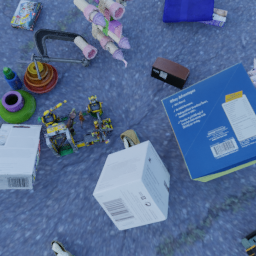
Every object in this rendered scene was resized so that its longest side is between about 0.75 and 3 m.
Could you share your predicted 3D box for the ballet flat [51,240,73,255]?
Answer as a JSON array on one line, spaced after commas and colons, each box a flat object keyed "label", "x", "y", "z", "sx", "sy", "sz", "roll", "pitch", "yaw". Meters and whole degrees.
[{"label": "ballet flat", "x": -2.151, "y": 4.024, "z": 8.951, "sx": 0.461, "sy": 0.511, "sz": 1.359, "roll": -46, "pitch": 33, "yaw": -19}]

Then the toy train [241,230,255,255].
[{"label": "toy train", "x": 4.863, "y": 3.766, "z": 9.275, "sx": 2.130, "sy": 0.908, "sz": 1.214, "roll": -27, "pitch": 61, "yaw": -10}]

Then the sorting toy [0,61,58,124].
[{"label": "sorting toy", "x": -4.229, "y": -1.708, "z": 11.260, "sx": 1.797, "sy": 1.227, "sz": 2.990, "roll": 32, "pitch": 72, "yaw": 12}]

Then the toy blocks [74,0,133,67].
[{"label": "toy blocks", "x": -0.526, "y": -4.116, "z": 11.485, "sx": 2.705, "sy": 2.528, "sz": 2.277, "roll": -34, "pitch": 69, "yaw": -26}]

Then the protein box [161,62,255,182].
[{"label": "protein box", "x": 3.182, "y": -0.052, "z": 9.619, "sx": 2.910, "sy": 1.977, "sz": 2.931, "roll": -25, "pitch": 68, "yaw": 18}]

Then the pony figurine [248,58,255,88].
[{"label": "pony figurine", "x": 4.861, "y": -1.331, "z": 10.925, "sx": 2.546, "sy": 2.120, "sz": 2.458, "roll": -32, "pitch": 63, "yaw": 4}]

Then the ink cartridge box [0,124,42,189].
[{"label": "ink cartridge box", "x": -4.033, "y": 0.928, "z": 10.093, "sx": 1.583, "sy": 0.732, "sz": 2.906, "roll": 2, "pitch": 33, "yaw": -10}]

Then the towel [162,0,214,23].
[{"label": "towel", "x": 2.810, "y": -5.583, "z": 12.991, "sx": 2.305, "sy": 0.571, "sz": 1.702, "roll": 4, "pitch": 72, "yaw": 17}]

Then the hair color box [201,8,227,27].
[{"label": "hair color box", "x": 3.940, "y": -5.242, "z": 13.142, "sx": 1.263, "sy": 0.409, "sz": 0.690, "roll": 16, "pitch": 69, "yaw": 6}]

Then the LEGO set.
[{"label": "LEGO set", "x": -2.001, "y": -0.202, "z": 10.378, "sx": 2.827, "sy": 1.638, "sz": 2.174, "roll": -8, "pitch": 67, "yaw": -3}]

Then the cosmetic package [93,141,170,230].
[{"label": "cosmetic package", "x": 0.219, "y": 1.785, "z": 8.891, "sx": 1.658, "sy": 1.657, "sz": 2.010, "roll": -21, "pitch": 25, "yaw": 23}]

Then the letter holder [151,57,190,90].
[{"label": "letter holder", "x": 1.872, "y": -2.491, "z": 11.854, "sx": 1.479, "sy": 0.744, "sz": 1.051, "roll": 26, "pitch": 69, "yaw": 10}]

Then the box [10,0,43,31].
[{"label": "box", "x": -4.781, "y": -5.343, "z": 13.247, "sx": 1.032, "sy": 0.285, "sz": 1.511, "roll": 11, "pitch": 68, "yaw": 4}]

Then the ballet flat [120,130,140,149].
[{"label": "ballet flat", "x": 0.340, "y": 0.959, "z": 10.439, "sx": 0.643, "sy": 0.701, "sz": 2.042, "roll": -12, "pitch": 56, "yaw": -35}]

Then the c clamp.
[{"label": "c clamp", "x": -2.731, "y": -3.090, "z": 11.714, "sx": 2.903, "sy": 0.393, "sz": 2.480, "roll": -11, "pitch": 70, "yaw": -37}]
